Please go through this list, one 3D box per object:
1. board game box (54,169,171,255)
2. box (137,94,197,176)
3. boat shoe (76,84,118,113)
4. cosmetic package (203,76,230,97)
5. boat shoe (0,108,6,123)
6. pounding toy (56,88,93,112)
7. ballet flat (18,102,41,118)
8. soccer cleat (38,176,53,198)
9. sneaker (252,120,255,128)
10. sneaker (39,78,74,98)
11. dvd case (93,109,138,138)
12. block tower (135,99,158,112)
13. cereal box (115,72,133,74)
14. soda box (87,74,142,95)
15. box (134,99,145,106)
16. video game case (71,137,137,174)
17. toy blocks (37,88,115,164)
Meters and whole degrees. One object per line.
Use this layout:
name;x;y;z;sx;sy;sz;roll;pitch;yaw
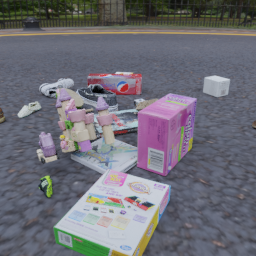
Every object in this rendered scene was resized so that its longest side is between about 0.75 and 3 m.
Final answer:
board game box;-0.214;1.836;6.134;1.728;0.455;2.258;11;28;23
box;1.167;0.121;8.274;0.953;1.734;1.971;15;28;29
boat shoe;-1.471;-1.553;12.736;1.023;0.967;2.852;-17;30;-32
cosmetic package;4.437;-2.103;14.096;0.813;0.808;0.972;-15;28;-29
boat shoe;-5.859;-0.562;10.985;1.975;0.667;0.711;0;25;-1
pounding toy;-2.486;-0.934;11.978;1.607;0.746;1.241;43;29;15
ballet flat;-4.207;-0.817;11.860;0.440;0.440;1.225;12;28;23
soccer cleat;-2.098;1.518;7.107;0.334;0.278;0.824;-21;27;-6
sneaker;5.100;-0.344;10.779;0.423;0.454;1.201;18;30;33
sneaker;-3.447;-1.973;14.035;1.783;0.670;1.025;-19;31;-24
dvd case;-0.374;-0.215;10.736;2.332;0.257;1.703;-10;27;-20
block tower;0.827;-0.808;10.597;0.385;0.412;1.425;31;-11;-22
cereal box;-0.261;-3.249;17.227;1.074;0.212;0.773;5;26;11
soda box;-0.662;-2.246;14.319;2.741;0.869;0.960;1;25;0
box;0.636;-1.069;12.579;0.450;0.232;0.772;-12;28;-23
video game case;-0.562;0.830;8.582;1.775;0.195;1.618;18;31;34
toy blocks;-1.775;-0.268;8.184;2.196;1.849;2.052;-16;10;-26
